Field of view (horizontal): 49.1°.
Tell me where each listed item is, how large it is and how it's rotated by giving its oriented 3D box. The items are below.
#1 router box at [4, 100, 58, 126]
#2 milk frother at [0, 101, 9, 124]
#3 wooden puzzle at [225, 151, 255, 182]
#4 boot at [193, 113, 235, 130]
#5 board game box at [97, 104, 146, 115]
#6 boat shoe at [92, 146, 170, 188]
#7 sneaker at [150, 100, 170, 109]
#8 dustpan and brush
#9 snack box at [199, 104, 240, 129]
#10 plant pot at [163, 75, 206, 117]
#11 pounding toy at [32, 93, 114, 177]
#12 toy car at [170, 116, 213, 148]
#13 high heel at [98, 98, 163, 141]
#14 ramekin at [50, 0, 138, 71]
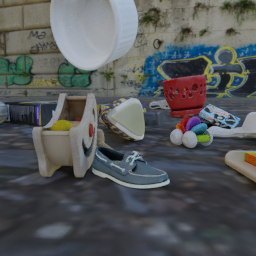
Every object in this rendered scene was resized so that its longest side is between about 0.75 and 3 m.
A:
[{"bbox_3d":[-2.997,-0.640,10.563,2.174,0.722,2.765,5,9,31],"label":"router box"},{"bbox_3d":[-4.629,-0.740,8.663,1.323,1.466,1.379,-5,8,-5],"label":"milk frother"},{"bbox_3d":[2.254,0.508,3.522,1.612,0.325,1.743,1,8,4],"label":"wooden puzzle"},{"bbox_3d":[2.535,-0.128,8.282,1.345,0.469,0.885,-3,14,16],"label":"boot"},{"bbox_3d":[-0.265,-0.869,13.067,1.557,0.534,1.883,3,8,31],"label":"board game box"},{"bbox_3d":[-0.015,0.477,3.563,1.200,0.371,0.437,7,10,41],"label":"boat shoe"},{"bbox_3d":[2.228,-1.481,17.451,1.582,0.578,0.885,2,9,26],"label":"sneaker"},{"bbox_3d":[2.880,0.040,6.300,2.546,0.729,1.777,14,4,37],"label":"dustpan and brush"},{"bbox_3d":[2.647,-0.310,8.104,0.999,0.185,0.580,32,45,28],"label":"snack box"},{"bbox_3d":[2.434,-1.332,11.919,1.796,1.635,1.796,-6,5,1],"label":"plant pot"},{"bbox_3d":[-0.568,0.030,4.221,1.090,1.087,1.901,0,8,3],"label":"pounding toy"},{"bbox_3d":[1.320,0.060,5.803,0.711,0.609,0.812,-4,9,-33],"label":"toy car"},{"bbox_3d":[-0.451,-0.191,6.743,1.888,0.946,2.649,0,1,27],"label":"high heel"},{"bbox_3d":[-0.943,-3.050,8.132,2.557,2.557,1.247,6,24,37],"label":"ramekin"}]
